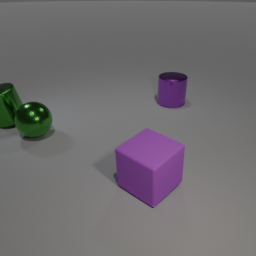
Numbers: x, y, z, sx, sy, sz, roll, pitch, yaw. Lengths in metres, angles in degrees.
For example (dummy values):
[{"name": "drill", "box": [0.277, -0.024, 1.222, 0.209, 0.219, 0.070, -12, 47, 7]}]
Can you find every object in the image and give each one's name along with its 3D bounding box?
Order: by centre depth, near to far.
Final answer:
[{"name": "cube", "box": [0.632, 1.081, 8.023, 1.400, 1.400, 1.400, 25, 42, 36]}, {"name": "ball", "box": [-3.635, -0.323, 10.808, 1.400, 1.400, 1.400, 0, 28, 0]}, {"name": "cylinder", "box": [-5.196, -0.965, 11.748, 1.400, 1.400, 1.400, -11, 33, 7]}, {"name": "cylinder", "box": [2.171, -1.896, 13.810, 1.400, 1.400, 1.400, 0, 28, 0]}]
